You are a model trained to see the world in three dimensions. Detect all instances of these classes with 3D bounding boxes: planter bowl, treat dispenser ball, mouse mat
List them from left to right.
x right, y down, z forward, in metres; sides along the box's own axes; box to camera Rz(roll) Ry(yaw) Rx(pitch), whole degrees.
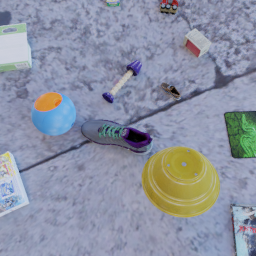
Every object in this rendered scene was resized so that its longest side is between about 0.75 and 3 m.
[{"bbox_3d":[-2.587,-0.486,9.767,1.517,1.517,1.517,0,69,0],"label":"treat dispenser ball"},{"bbox_3d":[1.460,1.173,7.526,2.188,0.911,2.188,-1,51,1],"label":"planter bowl"},{"bbox_3d":[4.386,0.210,10.278,1.473,0.069,1.830,-3,70,-1],"label":"mouse mat"}]

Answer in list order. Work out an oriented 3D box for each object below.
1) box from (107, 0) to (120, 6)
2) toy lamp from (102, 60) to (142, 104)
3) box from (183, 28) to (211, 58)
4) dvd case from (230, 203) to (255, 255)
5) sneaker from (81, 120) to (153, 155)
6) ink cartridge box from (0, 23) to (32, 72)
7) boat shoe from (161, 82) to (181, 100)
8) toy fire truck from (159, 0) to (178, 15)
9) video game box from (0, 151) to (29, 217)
[{"bbox_3d":[-0.674,-5.929,12.558,0.591,0.244,1.008,-3,67,-1],"label":"box"},{"bbox_3d":[-0.166,-1.828,10.806,0.583,0.583,2.003,34,74,12],"label":"toy lamp"},{"bbox_3d":[2.807,-3.468,11.447,0.609,0.519,0.953,-37,73,-13],"label":"box"},{"bbox_3d":[4.008,3.320,9.001,1.247,0.188,1.708,2,68,1],"label":"dvd case"},{"bbox_3d":[-0.388,0.123,9.716,2.640,1.156,0.983,14,69,5],"label":"sneaker"},{"bbox_3d":[-4.721,-3.283,11.406,1.398,0.461,1.921,-9,69,-3],"label":"ink cartridge box"},{"bbox_3d":[1.669,-1.493,10.778,0.952,0.345,0.344,39,74,14],"label":"boat shoe"},{"bbox_3d":[1.813,-5.465,12.279,0.773,0.565,0.878,8,79,4],"label":"toy fire truck"},{"bbox_3d":[-4.470,2.006,9.371,1.749,0.449,1.920,-24,71,-7],"label":"video game box"}]
